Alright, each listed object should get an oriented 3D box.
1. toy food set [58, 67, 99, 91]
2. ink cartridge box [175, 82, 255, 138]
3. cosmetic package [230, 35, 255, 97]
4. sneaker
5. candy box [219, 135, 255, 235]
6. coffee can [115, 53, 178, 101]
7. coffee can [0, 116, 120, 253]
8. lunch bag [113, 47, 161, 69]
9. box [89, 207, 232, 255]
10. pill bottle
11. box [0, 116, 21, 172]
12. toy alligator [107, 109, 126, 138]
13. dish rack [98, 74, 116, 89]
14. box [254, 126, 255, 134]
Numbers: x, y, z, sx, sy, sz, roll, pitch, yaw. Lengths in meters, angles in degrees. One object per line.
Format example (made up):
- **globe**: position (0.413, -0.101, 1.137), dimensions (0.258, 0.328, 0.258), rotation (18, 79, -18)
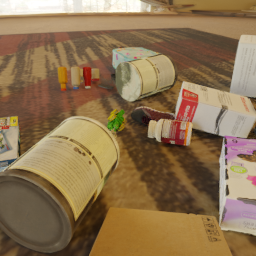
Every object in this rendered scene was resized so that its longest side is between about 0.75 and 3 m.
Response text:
- **toy food set**: position (-1.915, -2.034, 11.766), dimensions (0.985, 0.929, 2.064), rotation (1, 6, 31)
- **ink cartridge box**: position (2.476, -0.530, 8.170), dimensions (2.043, 0.855, 1.474), rotation (15, 29, 6)
- **cosmetic package**: position (5.402, -2.356, 10.781), dimensions (2.440, 2.013, 2.012), rotation (10, 29, 19)
- **sneaker**: position (0.722, -0.207, 8.283), dimensions (1.429, 0.541, 0.826), rotation (7, 31, 12)
- **candy box**: position (2.790, 1.092, 5.457), dimensions (1.856, 0.791, 2.212), rotation (8, 28, 14)
- **coffee can**: position (0.699, -1.949, 10.621), dimensions (1.979, 1.448, 1.448), rotation (-22, 35, -36)
- **coffee can**: position (-1.199, 0.875, 5.078), dimensions (1.523, 1.523, 2.081), rotation (9, 29, 17)
- **lunch bag**: position (0.505, -3.287, 13.658), dimensions (2.156, 1.036, 2.688), rotation (-10, 29, -18)
- **box**: position (0.468, 1.761, 3.931), dimensions (1.939, 0.252, 2.372), rotation (3, 8, 6)
- **pill bottle**: position (1.136, 0.095, 7.566), dimensions (1.116, 0.630, 0.630), rotation (8, 28, 14)
- **box**: position (-3.598, 0.452, 7.066), dimensions (1.633, 0.451, 2.391), rotation (-9, 29, -16)
- **toy alligator**: position (-0.424, -0.082, 8.162), dimensions (0.455, 0.498, 1.678), rotation (-35, 17, 24)
- **dish rack**: position (-0.687, -1.962, 11.872), dimensions (0.888, 0.316, 1.158), rotation (19, 34, 37)
- **box**: position (4.224, -0.235, 7.575), dimensions (1.231, 1.210, 0.723), rotation (6, 29, 12)
